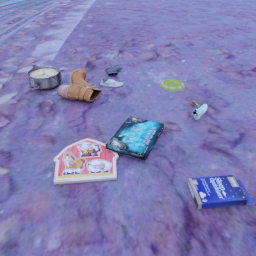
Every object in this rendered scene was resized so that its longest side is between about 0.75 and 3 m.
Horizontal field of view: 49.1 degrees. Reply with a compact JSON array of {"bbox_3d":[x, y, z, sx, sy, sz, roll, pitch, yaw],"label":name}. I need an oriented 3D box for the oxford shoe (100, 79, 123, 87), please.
[{"bbox_3d":[-0.843,-2.322,14.327,1.180,0.341,0.444,6,31,5],"label":"oxford shoe"}]

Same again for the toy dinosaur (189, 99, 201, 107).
[{"bbox_3d":[2.992,-1.084,12.427,0.465,0.264,0.875,11,19,-36],"label":"toy dinosaur"}]

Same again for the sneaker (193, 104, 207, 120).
[{"bbox_3d":[2.955,-0.741,11.500,0.282,0.451,0.765,32,84,43],"label":"sneaker"}]

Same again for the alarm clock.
[{"bbox_3d":[-4.260,-2.405,14.036,1.611,0.795,2.388,7,32,9],"label":"alarm clock"}]

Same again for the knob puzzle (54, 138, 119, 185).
[{"bbox_3d":[-1.401,0.940,9.401,2.405,0.333,2.405,0,33,0],"label":"knob puzzle"}]

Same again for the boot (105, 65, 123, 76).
[{"bbox_3d":[-0.691,-3.157,15.635,1.051,0.367,0.692,-21,41,-12],"label":"boot"}]

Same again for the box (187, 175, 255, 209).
[{"bbox_3d":[2.689,1.827,8.132,1.686,0.273,1.021,-2,34,-6],"label":"box"}]

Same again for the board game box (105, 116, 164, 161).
[{"bbox_3d":[0.304,0.298,10.272,1.488,0.310,2.200,14,33,17],"label":"board game box"}]

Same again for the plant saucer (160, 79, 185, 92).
[{"bbox_3d":[2.270,-2.206,14.276,1.277,0.198,1.277,0,34,0],"label":"plant saucer"}]

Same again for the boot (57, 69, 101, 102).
[{"bbox_3d":[-2.068,-2.040,13.399,1.777,0.878,2.289,13,36,19],"label":"boot"}]
